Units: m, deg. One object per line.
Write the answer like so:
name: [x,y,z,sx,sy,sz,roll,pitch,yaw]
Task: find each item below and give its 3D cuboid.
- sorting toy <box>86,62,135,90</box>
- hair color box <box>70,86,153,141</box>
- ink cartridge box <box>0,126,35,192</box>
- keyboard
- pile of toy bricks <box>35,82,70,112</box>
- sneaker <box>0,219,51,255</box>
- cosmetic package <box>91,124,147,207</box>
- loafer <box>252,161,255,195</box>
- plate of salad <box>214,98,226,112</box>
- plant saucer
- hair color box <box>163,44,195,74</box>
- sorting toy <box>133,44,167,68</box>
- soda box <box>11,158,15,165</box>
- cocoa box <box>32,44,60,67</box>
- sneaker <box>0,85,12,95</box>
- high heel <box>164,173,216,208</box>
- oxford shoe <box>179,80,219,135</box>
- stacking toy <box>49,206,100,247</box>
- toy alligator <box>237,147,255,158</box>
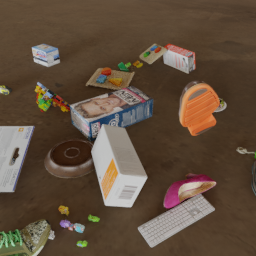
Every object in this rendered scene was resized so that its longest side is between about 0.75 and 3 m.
sorting toy: [-0.753,-2.782,14.280,2.084,0.415,2.819,7,36,10]
hair color box: [-0.584,-0.656,10.816,2.904,0.879,1.452,-23,41,-29]
ink cartridge box: [-4.134,0.954,8.307,2.390,0.517,2.346,1,50,2]
keyboard: [1.281,2.324,7.197,2.106,0.112,0.593,-20,39,-26]
pile of toy bricks: [-3.358,-1.090,11.622,1.846,1.024,0.911,33,85,24]
sneaker: [-2.678,2.564,6.078,2.076,0.920,0.798,-27,44,-28]
cosmetic package: [-0.342,1.002,8.013,0.810,1.153,2.273,12,28,-25]
loafer: [3.930,1.428,8.109,0.613,0.537,1.707,7,35,10]
plate of salad: [3.477,-1.119,11.958,1.421,0.341,1.421,0,34,0]
plant saucer: [-1.803,0.886,9.128,1.828,0.293,1.828,0,34,0]
hair color box: [2.726,-3.749,15.065,0.588,1.020,1.838,-36,47,-20]
sorting toy: [1.110,-3.916,15.249,1.777,0.238,1.324,-39,37,0]
soda box: [-4.092,1.086,8.785,1.042,0.331,0.356,9,36,12]
cocoa box: [-4.638,-4.125,15.819,1.316,0.863,0.877,25,42,31]
sneaker: [-5.799,-1.803,12.996,0.953,0.355,0.403,24,35,17]
high heel: [1.685,1.742,7.600,0.812,0.570,1.693,9,20,40]
oxford shoe: [1.582,-0.601,6.942,0.970,2.721,0.992,-26,69,5]
stacking toy: [-1.374,2.415,6.939,1.115,0.262,0.840,10,36,13]
toy alligator: [4.546,0.857,8.910,2.070,0.562,0.614,22,40,29]
